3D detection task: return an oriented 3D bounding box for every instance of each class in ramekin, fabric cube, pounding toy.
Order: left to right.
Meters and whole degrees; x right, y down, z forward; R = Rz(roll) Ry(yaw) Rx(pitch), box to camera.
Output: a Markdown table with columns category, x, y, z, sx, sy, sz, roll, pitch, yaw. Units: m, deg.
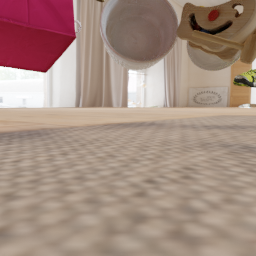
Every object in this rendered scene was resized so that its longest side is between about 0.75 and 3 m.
| category | x | y | z | sx | sy | sz | roll | pitch | yaw |
| --- | --- | --- | --- | --- | --- | --- | --- | --- | --- |
| fabric cube | -2.647 | -2.792 | 6.460 | 2.187 | 2.180 | 2.146 | 2 | -13 | -36 |
| ramekin | 0.319 | -3.170 | 9.385 | 2.538 | 2.538 | 1.332 | -1 | -7 | -6 |
| ramekin | 2.650 | -2.705 | 8.528 | 1.761 | 1.761 | 0.820 | 1 | 34 | 8 |
| pounding toy | 1.521 | -1.800 | 4.622 | 1.039 | 1.036 | 1.811 | 18 | 16 | -44 |

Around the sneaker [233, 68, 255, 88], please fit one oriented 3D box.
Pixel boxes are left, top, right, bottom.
| category | x | y | z | sx | sy | sz | roll | pitch | yaw |
| --- | --- | --- | --- | --- | --- | --- | --- | --- | --- |
| sneaker | 3.619 | -1.515 | 8.378 | 0.567 | 0.574 | 1.503 | 16 | 14 | 43 |

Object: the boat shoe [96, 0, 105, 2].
| category | x | y | z | sx | sy | sz | roll | pitch | yaw |
| --- | --- | --- | --- | --- | --- | --- | --- | --- | --- |
| boat shoe | -1.126 | -4.391 | 8.806 | 0.568 | 0.509 | 1.534 | 12 | 25 | -45 |

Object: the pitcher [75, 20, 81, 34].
| category | x | y | z | sx | sy | sz | roll | pitch | yaw |
| --- | --- | --- | --- | --- | --- | --- | --- | --- | --- |
| pitcher | -1.951 | -2.748 | 8.177 | 0.948 | 1.105 | 0.670 | 18 | 31 | -22 |
